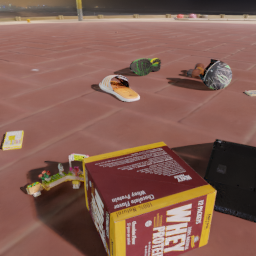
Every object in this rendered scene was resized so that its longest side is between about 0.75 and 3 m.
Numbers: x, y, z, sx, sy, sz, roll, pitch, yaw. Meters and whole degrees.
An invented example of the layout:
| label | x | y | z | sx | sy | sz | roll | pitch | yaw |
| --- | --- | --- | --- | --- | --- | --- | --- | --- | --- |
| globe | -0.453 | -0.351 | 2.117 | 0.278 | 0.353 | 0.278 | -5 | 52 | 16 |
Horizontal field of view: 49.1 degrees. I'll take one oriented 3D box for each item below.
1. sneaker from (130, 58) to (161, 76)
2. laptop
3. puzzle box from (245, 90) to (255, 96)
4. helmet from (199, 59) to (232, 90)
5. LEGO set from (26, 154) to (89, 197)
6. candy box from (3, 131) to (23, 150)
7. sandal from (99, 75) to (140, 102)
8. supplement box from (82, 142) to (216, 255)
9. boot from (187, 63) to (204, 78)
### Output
| label | x | y | z | sx | sy | sz | roll | pitch | yaw |
| --- | --- | --- | --- | --- | --- | --- | --- | --- | --- |
| sneaker | 0.871 | -3.533 | 16.141 | 1.050 | 0.962 | 2.466 | 11 | 18 | 36 |
| laptop | 3.333 | 1.266 | 6.931 | 2.573 | 1.499 | 2.903 | 11 | 54 | 23 |
| puzzle box | 5.878 | -1.618 | 12.925 | 0.752 | 0.096 | 0.500 | -6 | 26 | -12 |
| helmet | 4.188 | -2.501 | 13.250 | 1.460 | 1.460 | 1.392 | -5 | 28 | -11 |
| LEGO set | -1.501 | 1.071 | 6.717 | 1.812 | 0.675 | 0.834 | -4 | 26 | -8 |
| candy box | -3.587 | 0.371 | 8.781 | 0.522 | 0.135 | 1.022 | -4 | 26 | -14 |
| sandal | -0.345 | -1.991 | 12.857 | 1.093 | 0.818 | 2.854 | -15 | 30 | -29 |
| supplement box | 0.289 | 1.387 | 5.399 | 1.871 | 1.260 | 1.897 | -10 | 28 | -21 |
| boot | 4.356 | -3.083 | 15.412 | 1.674 | 0.573 | 1.576 | 21 | 32 | 35 |
